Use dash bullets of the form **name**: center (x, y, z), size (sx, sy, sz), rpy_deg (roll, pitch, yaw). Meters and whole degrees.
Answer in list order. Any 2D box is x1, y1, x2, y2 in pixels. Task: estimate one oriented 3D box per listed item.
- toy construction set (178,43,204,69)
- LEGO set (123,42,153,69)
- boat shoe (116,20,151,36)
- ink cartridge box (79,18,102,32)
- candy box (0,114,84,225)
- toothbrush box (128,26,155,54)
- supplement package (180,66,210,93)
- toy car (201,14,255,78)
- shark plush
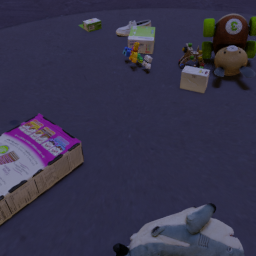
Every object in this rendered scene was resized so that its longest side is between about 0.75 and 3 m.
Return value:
- **toy construction set**: center (2.771, -3.147, 11.792), size (1.124, 1.035, 1.348), rpy_deg (15, 42, 16)
- **LEGO set**: center (0.360, -3.226, 11.722), size (0.712, 0.766, 1.866), rpy_deg (4, 31, -30)
- **boat shoe**: center (0.316, -5.242, 14.540), size (1.934, 0.663, 0.696), rpy_deg (-9, 41, -10)
- **ink cartridge box**: center (-2.101, -5.695, 15.251), size (0.853, 0.437, 1.154), rpy_deg (-26, 48, -28)
- **candy box**: center (-2.766, 0.925, 7.136), size (1.874, 0.838, 2.749), rpy_deg (30, 49, 30)
- **toothbrush box**: center (0.658, -4.202, 13.287), size (1.180, 0.698, 1.621), rpy_deg (4, 40, 4)
- **supplement package**: center (2.489, -1.823, 10.462), size (0.935, 0.729, 0.519), rpy_deg (15, 43, 18)
- **toy car**: center (4.059, -2.934, 11.002), size (2.183, 2.097, 2.658), rpy_deg (2, 51, 12)
- **shark plush**: center (0.781, 2.385, 5.401), size (2.912, 1.323, 1.213), rpy_deg (-12, 72, -21)
